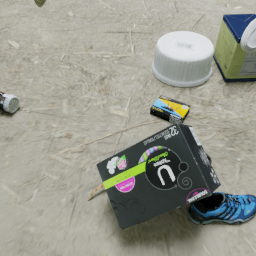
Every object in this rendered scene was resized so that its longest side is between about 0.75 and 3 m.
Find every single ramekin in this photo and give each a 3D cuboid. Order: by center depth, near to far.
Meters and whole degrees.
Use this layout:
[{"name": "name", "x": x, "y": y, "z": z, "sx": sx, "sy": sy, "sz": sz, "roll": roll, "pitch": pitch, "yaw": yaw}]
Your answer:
[{"name": "ramekin", "x": 2.258, "y": -2.896, "z": 11.430, "sx": 2.512, "sy": 1.224, "sz": 2.512, "roll": 0, "pitch": 46, "yaw": 0}]

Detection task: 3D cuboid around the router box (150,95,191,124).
[{"name": "router box", "x": 1.493, "y": -0.645, "z": 9.912, "sx": 1.186, "sy": 0.303, "sz": 0.884, "roll": 23, "pitch": 51, "yaw": 21}]

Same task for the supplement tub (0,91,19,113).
[{"name": "supplement tub", "x": -4.500, "y": -0.958, "z": 9.975, "sx": 1.070, "sy": 0.656, "sz": 0.656, "roll": 17, "pitch": 49, "yaw": 15}]

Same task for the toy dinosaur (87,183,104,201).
[{"name": "toy dinosaur", "x": -0.104, "y": 1.460, "z": 7.717, "sx": 1.986, "sy": 0.600, "sz": 1.055, "roll": 2, "pitch": 48, "yaw": 3}]

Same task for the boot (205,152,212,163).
[{"name": "boot", "x": 1.244, "y": 0.649, "z": 7.837, "sx": 2.323, "sy": 1.518, "sz": 0.787, "roll": 34, "pitch": 55, "yaw": 28}]

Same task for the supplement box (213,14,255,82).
[{"name": "supplement box", "x": 4.475, "y": -3.184, "z": 11.180, "sx": 1.317, "sy": 1.960, "sz": 1.962, "roll": -2, "pitch": 46, "yaw": -2}]

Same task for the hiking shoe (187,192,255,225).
[{"name": "hiking shoe", "x": 2.487, "y": 1.975, "z": 7.045, "sx": 1.923, "sy": 0.834, "sz": 0.715, "roll": -8, "pitch": 47, "yaw": -8}]

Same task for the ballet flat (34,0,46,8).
[{"name": "ballet flat", "x": -2.486, "y": -4.288, "z": 8.043, "sx": 0.605, "sy": 1.742, "sz": 0.605, "roll": 2, "pitch": 49, "yaw": -2}]

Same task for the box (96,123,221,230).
[{"name": "box", "x": 0.697, "y": 1.087, "z": 6.496, "sx": 2.204, "sy": 1.370, "sz": 1.637, "roll": -29, "pitch": 75, "yaw": 22}]

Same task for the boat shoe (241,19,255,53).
[{"name": "boat shoe", "x": 3.516, "y": -2.546, "z": 6.602, "sx": 0.677, "sy": 1.881, "sz": 0.644, "roll": 51, "pitch": 18, "yaw": -3}]
